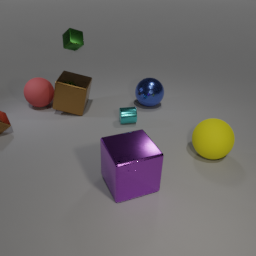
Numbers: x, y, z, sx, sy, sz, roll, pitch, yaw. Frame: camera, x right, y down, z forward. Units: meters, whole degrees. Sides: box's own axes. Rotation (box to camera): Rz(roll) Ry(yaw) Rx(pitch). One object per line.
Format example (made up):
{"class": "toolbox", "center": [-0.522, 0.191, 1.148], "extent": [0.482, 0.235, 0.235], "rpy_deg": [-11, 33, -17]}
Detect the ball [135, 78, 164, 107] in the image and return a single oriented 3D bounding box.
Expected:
{"class": "ball", "center": [1.042, -1.722, 13.492], "extent": [1.400, 1.400, 1.400], "rpy_deg": [0, 28, 0]}

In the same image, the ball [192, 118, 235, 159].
{"class": "ball", "center": [2.909, 0.368, 9.602], "extent": [1.400, 1.400, 1.400], "rpy_deg": [0, 28, 0]}

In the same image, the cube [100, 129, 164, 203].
{"class": "cube", "center": [0.064, 1.075, 8.241], "extent": [1.400, 1.400, 1.400], "rpy_deg": [-11, 35, -20]}

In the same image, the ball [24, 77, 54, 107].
{"class": "ball", "center": [-4.232, -1.702, 13.359], "extent": [1.400, 1.400, 1.400], "rpy_deg": [0, 28, 0]}

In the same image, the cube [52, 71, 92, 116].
{"class": "cube", "center": [-2.552, -1.619, 12.931], "extent": [1.400, 1.400, 1.400], "rpy_deg": [14, 32, -4]}

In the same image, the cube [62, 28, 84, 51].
{"class": "cube", "center": [-2.511, -4.030, 12.813], "extent": [0.700, 0.700, 0.700], "rpy_deg": [2, -14, -41]}

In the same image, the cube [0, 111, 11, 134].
{"class": "cube", "center": [-5.191, -0.233, 10.995], "extent": [0.700, 0.700, 0.700], "rpy_deg": [-36, 68, 8]}

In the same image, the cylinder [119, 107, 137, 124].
{"class": "cylinder", "center": [-0.006, -0.549, 12.070], "extent": [0.700, 0.700, 0.700], "rpy_deg": [-5, 29, -8]}
